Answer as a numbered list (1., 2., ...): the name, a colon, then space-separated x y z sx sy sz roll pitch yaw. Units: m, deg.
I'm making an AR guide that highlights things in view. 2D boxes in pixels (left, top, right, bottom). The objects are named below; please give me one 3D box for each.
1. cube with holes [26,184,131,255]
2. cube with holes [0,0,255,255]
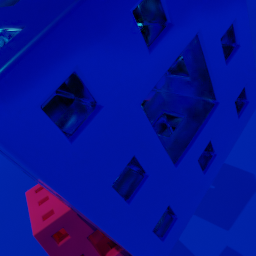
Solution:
1. cube with holes: -0.363 0.984 3.134 1.032 1.032 1.032 -34 20 -15
2. cube with holes: -0.174 -0.250 1.575 1.206 1.206 1.206 19 63 42
